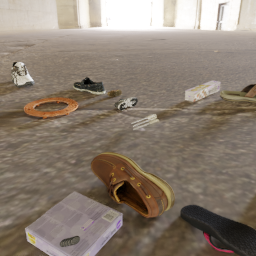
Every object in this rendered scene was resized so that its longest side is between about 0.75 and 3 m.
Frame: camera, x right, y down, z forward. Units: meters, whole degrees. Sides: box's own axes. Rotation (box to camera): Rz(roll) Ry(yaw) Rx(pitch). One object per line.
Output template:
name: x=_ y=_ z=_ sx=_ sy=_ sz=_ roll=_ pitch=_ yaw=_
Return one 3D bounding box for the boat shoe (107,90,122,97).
boat shoe: x=-0.675 y=-1.633 z=13.191 sx=0.299 sy=0.319 sz=0.886 roll=12 pitch=20 yaw=37

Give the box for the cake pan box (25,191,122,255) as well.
cake pan box: x=-0.984 y=1.873 z=5.377 sx=1.304 sy=0.370 sz=1.416 roll=16 pitch=29 yaw=27

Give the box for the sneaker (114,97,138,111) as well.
sneaker: x=-0.100 y=-1.085 z=11.839 sx=0.546 sy=0.401 sz=1.207 roll=24 pitch=36 yaw=37

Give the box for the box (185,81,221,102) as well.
box: x=3.567 y=-1.771 z=13.255 sx=2.429 sy=0.470 sz=0.503 roll=-22 pitch=33 yaw=-40

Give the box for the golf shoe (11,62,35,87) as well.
golf shoe: x=-5.743 y=-2.879 z=14.946 sx=0.931 sy=1.131 sz=2.394 roll=-18 pitch=31 yaw=-36

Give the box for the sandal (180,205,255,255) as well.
sandal: x=1.732 y=1.970 z=5.225 sx=0.713 sy=0.428 sz=1.900 roll=-7 pitch=10 yaw=-28

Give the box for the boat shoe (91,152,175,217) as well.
boat shoe: x=-0.098 y=1.212 z=6.253 sx=2.319 sy=0.835 sz=0.783 roll=24 pitch=32 yaw=37

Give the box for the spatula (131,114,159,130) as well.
spatula: x=0.589 y=-0.214 z=9.862 sx=0.954 sy=0.077 sz=0.663 roll=-22 pitch=29 yaw=2

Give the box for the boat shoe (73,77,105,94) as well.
boat shoe: x=-1.970 y=-2.178 z=13.916 sx=2.018 sy=0.669 sz=0.754 roll=21 pitch=32 yaw=38

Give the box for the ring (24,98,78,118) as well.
ring: x=-3.145 y=-0.837 z=11.551 sx=2.162 sy=0.207 sz=2.162 roll=0 pitch=24 yaw=0

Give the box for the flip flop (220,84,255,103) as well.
flip flop: x=5.472 y=-1.622 z=12.612 sx=2.548 sy=0.733 sz=1.033 roll=3 pitch=25 yaw=7
